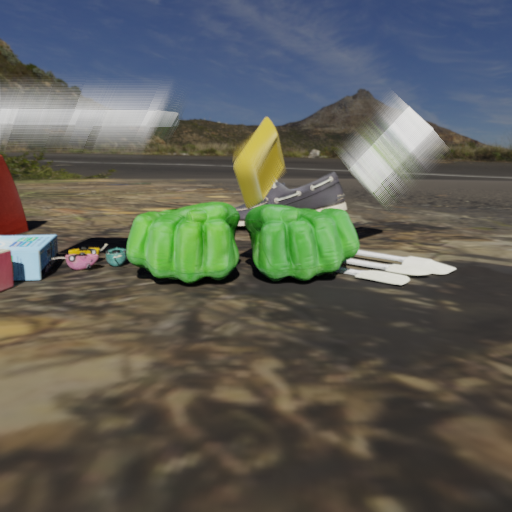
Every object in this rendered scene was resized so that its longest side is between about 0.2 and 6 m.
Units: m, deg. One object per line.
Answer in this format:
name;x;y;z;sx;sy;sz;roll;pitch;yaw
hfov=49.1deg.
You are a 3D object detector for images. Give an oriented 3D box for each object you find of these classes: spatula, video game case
spatula;1.638;0.142;8.186;1.461;0.169;2.101;-16;17;-40
video game case;-2.222;-1.737;7.057;2.272;0.205;1.627;1;14;0

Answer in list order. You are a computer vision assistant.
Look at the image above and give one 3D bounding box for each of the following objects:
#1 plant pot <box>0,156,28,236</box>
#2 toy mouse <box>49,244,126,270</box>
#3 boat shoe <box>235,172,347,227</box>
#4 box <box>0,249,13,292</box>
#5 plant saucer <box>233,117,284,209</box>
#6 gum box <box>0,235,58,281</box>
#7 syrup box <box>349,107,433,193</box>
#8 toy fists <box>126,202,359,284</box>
plant pot;-6.035;-1.224;11.476;1.925;1.698;1.927;-1;10;0
toy mouse;-2.340;0.054;8.269;1.121;0.244;1.261;7;11;36
boat shoe;0.506;-1.307;13.165;3.325;1.043;1.208;-10;7;-15
box;-3.347;0.225;6.518;0.587;0.500;0.918;1;10;7
plant saucer;0.095;-1.187;7.375;0.222;0.917;0.916;20;-25;24
gum box;-3.947;0.014;7.923;1.968;0.438;1.672;-2;10;-11
syrup box;2.231;-1.749;9.350;0.555;1.410;0.574;44;11;4
toy fists;-0.171;-0.221;7.515;3.070;1.056;1.565;1;14;-6
